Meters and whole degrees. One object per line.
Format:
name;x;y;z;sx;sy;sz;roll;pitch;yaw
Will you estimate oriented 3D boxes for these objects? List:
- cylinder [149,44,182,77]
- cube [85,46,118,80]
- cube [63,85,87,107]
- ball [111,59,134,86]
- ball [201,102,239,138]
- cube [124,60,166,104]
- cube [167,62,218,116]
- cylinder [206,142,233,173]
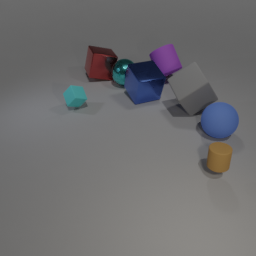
cylinder;2.054;-3.629;15.255;1.400;1.400;1.400;-23;1;1
cube;-1.537;-3.651;15.733;1.400;1.400;1.400;3;32;-22
cube;-2.407;-1.441;12.754;0.700;0.700;0.700;-1;62;-48
ball;-0.182;-2.958;14.846;1.400;1.400;1.400;0;33;0
ball;3.536;-0.300;10.819;1.400;1.400;1.400;0;33;0
cube;0.776;-2.201;13.456;1.400;1.400;1.400;-14;53;-20
cube;2.791;-1.665;12.101;1.400;1.400;1.400;-32;50;17
cylinder;2.842;0.907;8.726;0.700;0.700;0.700;-1;30;1
